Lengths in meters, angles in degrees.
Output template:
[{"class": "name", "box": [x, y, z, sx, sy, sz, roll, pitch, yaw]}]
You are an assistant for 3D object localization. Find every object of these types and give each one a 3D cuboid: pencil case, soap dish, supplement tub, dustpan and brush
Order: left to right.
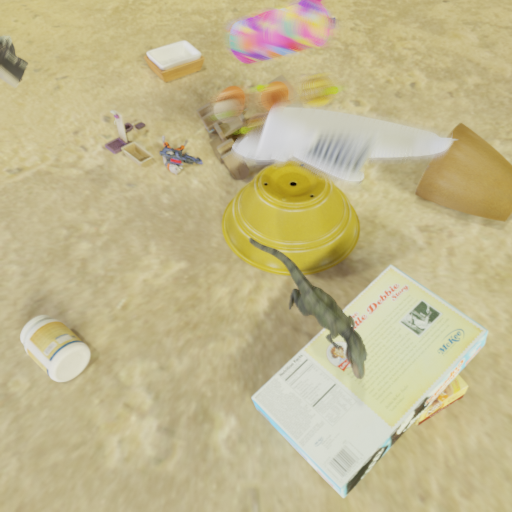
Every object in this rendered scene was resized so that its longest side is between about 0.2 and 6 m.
[{"class": "supplement tub", "box": [-3.440, 1.558, 9.557, 1.058, 0.765, 0.765, 34, 56, 27]}, {"class": "soap dish", "box": [-2.343, -5.580, 16.080, 1.418, 0.576, 1.115, -28, 54, -22]}, {"class": "pencil case", "box": [0.419, -4.040, 10.087, 2.018, 0.892, 0.892, 5, 40, 46]}, {"class": "dustpan and brush", "box": [0.738, -1.765, 8.923, 2.710, 1.111, 3.883, -7, 25, -34]}]

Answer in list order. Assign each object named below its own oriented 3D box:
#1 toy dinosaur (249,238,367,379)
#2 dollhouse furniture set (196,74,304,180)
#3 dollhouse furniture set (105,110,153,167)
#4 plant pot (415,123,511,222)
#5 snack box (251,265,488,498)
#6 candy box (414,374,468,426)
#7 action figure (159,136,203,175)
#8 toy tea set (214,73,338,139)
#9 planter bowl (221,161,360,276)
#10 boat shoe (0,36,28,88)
[{"class": "toy dinosaur", "box": [0.716, 0.591, 6.819, 0.493, 0.916, 2.078, -41, 69, -4]}, {"class": "dollhouse furniture set", "box": [0.059, -2.986, 13.564, 2.321, 1.542, 2.034, -31, 52, 3]}, {"class": "dollhouse furniture set", "box": [-2.865, -2.953, 13.430, 1.135, 1.016, 1.432, -36, 57, -28]}, {"class": "plant pot", "box": [4.684, -1.597, 11.864, 1.895, 1.766, 1.766, 34, 56, 18]}, {"class": "snack box", "box": [1.804, 1.830, 8.911, 3.357, 0.623, 1.950, -41, 56, -16]}, {"class": "candy box", "box": [2.587, 1.857, 9.467, 0.983, 0.471, 1.703, -24, 52, -16]}, {"class": "action figure", "box": [-1.839, -2.344, 13.365, 1.069, 0.559, 1.034, 16, 51, -22]}, {"class": "toy tea set", "box": [0.371, -2.601, 10.620, 2.379, 1.414, 0.880, 0, 41, 15]}, {"class": "planter bowl", "box": [0.742, -1.093, 11.628, 2.976, 1.240, 2.976, 0, 49, 0]}, {"class": "boat shoe", "box": [-4.362, -3.480, 9.379, 0.654, 1.801, 0.565, 34, 82, 5]}]
